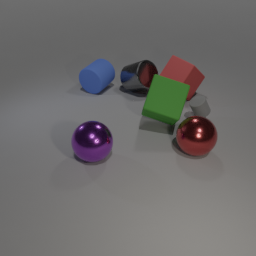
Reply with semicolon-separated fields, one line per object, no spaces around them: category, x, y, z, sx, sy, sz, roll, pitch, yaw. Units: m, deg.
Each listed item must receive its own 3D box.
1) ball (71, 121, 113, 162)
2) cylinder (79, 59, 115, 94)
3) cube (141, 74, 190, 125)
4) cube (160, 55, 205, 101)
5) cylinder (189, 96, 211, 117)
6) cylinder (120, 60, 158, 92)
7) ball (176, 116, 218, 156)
ball;-1.199;0.452;9.430;1.400;1.400;1.400;0;31;0
cylinder;-1.594;-2.693;14.536;1.400;1.400;1.400;15;39;23
cube;1.422;-1.052;10.912;1.400;1.400;1.400;19;-7;2
cube;2.562;-2.405;13.518;1.400;1.400;1.400;39;10;37
cylinder;3.027;-0.884;11.778;0.700;0.700;0.700;-23;35;18
cylinder;0.562;-2.602;14.099;1.400;1.400;1.400;-25;15;-35
ball;2.379;0.274;9.721;1.400;1.400;1.400;0;31;0
